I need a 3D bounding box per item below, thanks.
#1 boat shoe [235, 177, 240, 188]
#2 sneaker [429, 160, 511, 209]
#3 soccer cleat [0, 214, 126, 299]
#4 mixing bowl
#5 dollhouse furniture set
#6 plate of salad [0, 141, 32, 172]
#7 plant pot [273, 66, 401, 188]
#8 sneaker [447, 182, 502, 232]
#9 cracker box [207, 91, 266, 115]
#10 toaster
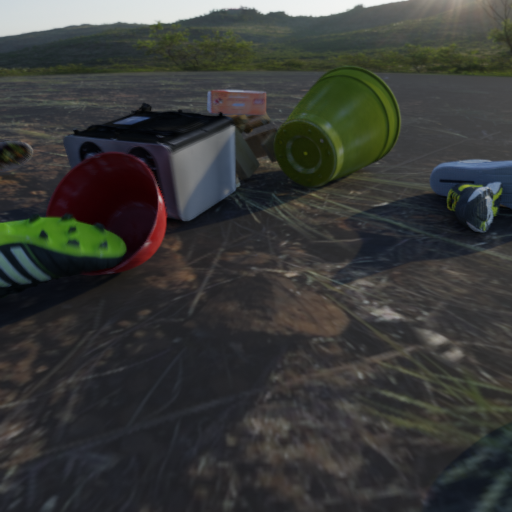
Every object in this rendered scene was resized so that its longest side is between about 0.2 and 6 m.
[{"bbox_3d":[-1.328,-2.105,14.604,1.895,0.656,0.699,8,24,19],"label":"boat shoe"},{"bbox_3d":[5.840,-1.836,13.325,3.201,1.169,1.133,17,32,35],"label":"sneaker"},{"bbox_3d":[-3.640,0.066,8.675,3.134,1.270,1.058,0,35,-21],"label":"soccer cleat"},{"bbox_3d":[-2.411,-0.572,9.748,2.165,2.165,1.173,9,-13,20],"label":"mixing bowl"},{"bbox_3d":[-0.572,-3.105,16.010,1.599,1.867,1.963,-6,38,45],"label":"dollhouse furniture set"},{"bbox_3d":[-6.835,-2.638,15.274,1.479,0.355,1.479,-24,-15,-7],"label":"plate of salad"},{"bbox_3d":[1.961,-3.262,15.082,2.906,2.906,2.798,15,39,32],"label":"plant pot"},{"bbox_3d":[4.581,-1.083,12.114,1.059,0.932,2.503,8,15,32],"label":"sneaker"},{"bbox_3d":[-0.532,-3.860,14.097,1.331,0.573,1.987,0,16,-7],"label":"cracker box"},{"bbox_3d":[-2.246,-2.253,13.010,2.950,1.936,3.263,11,30,25],"label":"toaster"}]
